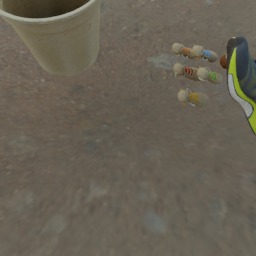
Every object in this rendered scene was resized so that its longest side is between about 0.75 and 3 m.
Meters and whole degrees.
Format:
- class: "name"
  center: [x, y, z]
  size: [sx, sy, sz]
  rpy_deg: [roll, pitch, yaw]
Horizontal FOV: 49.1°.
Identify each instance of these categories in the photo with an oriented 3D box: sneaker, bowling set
- class: "sneaker"
  center: [1.810, -0.554, 3.665]
  size: [0.726, 1.794, 0.663]
  rpy_deg: [-15, 50, 36]
- class: "bowling set"
  center: [1.289, -1.120, 4.908]
  size: [0.721, 0.935, 1.343]
  rpy_deg: [5, 64, -37]

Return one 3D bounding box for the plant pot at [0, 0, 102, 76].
- class: "plant pot"
  center: [-1.548, -2.399, 6.217]
  size: [2.392, 2.189, 2.392]
  rpy_deg: [0, 64, 0]
